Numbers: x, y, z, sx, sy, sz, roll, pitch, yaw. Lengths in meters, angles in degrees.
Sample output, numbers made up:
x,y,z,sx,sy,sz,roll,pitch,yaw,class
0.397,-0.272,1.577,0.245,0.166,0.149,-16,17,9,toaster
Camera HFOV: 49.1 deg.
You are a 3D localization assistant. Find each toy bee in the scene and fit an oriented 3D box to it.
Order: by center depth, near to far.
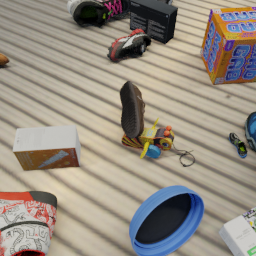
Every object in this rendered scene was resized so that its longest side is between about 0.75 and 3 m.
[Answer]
x,y,z,sx,sy,sz,roll,pitch,yaw,class
0.756,0.214,7.022,1.876,1.020,1.228,-2,52,1,toy bee

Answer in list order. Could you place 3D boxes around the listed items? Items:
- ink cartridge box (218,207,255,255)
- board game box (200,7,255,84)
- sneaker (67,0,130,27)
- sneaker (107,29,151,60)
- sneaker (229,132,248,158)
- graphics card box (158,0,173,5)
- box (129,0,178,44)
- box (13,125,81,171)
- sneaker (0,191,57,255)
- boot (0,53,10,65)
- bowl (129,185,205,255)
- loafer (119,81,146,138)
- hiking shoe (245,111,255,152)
x,y,z,sx,sy,sz,roll,pitch,yaw,class
2.825,2.586,5.457,1.060,0.490,1.945,-21,54,-16,ink cartridge box
3.437,-2.594,8.823,1.672,1.671,1.671,-4,52,-3,board game box
-0.878,-4.577,10.839,2.896,1.068,1.267,-10,53,-3,sneaker
0.109,-2.801,9.650,1.808,0.639,0.883,-37,58,-27,sneaker
2.908,0.402,7.317,0.270,0.316,0.762,-10,52,-10,sneaker
1.165,-5.198,11.719,0.977,0.396,1.558,21,56,17,graphics card box
0.901,-3.997,10.264,1.669,1.178,0.658,31,58,22,box
-1.932,0.494,6.878,1.425,0.886,0.695,-4,52,-3,box
-2.796,2.058,5.639,2.611,0.872,1.399,-1,49,-4,sneaker
-4.611,-2.057,9.171,1.235,0.474,0.959,10,52,8,boot
0.746,1.812,5.423,1.628,1.628,0.319,-23,36,-18,bowl
0.226,-0.483,7.169,0.637,0.656,1.796,21,46,-29,loafer
3.696,0.408,6.752,0.971,1.132,2.611,-5,48,-4,hiking shoe
